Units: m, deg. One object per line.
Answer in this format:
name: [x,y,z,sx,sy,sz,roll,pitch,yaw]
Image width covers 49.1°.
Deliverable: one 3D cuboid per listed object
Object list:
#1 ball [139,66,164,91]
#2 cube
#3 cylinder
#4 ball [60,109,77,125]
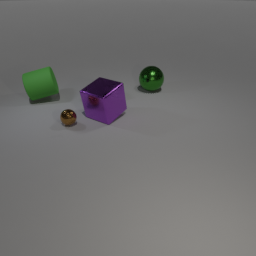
ball: [1.297,-2.728,15.490,1.400,1.400,1.400,0,28,0]
cube: [-1.066,-1.235,12.479,1.400,1.400,1.400,19,45,31]
cylinder: [-4.388,-2.244,14.143,1.400,1.400,1.400,-17,30,-4]
ball: [-2.551,-0.463,11.995,0.700,0.700,0.700,0,28,0]
